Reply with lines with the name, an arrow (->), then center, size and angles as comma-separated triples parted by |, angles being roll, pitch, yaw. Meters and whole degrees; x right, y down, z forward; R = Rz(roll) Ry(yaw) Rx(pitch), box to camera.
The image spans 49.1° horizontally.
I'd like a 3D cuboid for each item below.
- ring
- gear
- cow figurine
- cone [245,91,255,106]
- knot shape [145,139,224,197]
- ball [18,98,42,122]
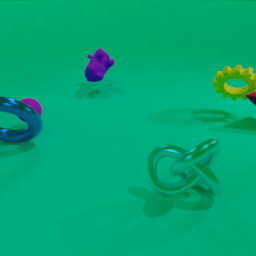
ring -> -3.100, -0.175, 7.156 | 1.780, 1.780, 0.356 | 0, 56, 0
gear -> 3.455, -1.407, 8.921 | 1.403, 1.403, 0.260 | 10, 61, 19
cow figurine -> -1.256, -2.499, 11.276 | 1.693, 0.944, 1.720 | -7, 49, 59
cone -> 3.990, -0.879, 8.365 | 1.156, 1.152, 1.152 | 8, 25, -14
knot shape -> 1.271, 0.884, 5.563 | 1.611, 1.508, 0.744 | -30, 35, 35
ball -> -2.931, -0.526, 8.300 | 0.740, 0.740, 0.740 | 0, 27, 0
